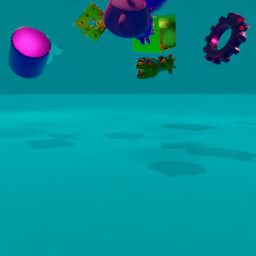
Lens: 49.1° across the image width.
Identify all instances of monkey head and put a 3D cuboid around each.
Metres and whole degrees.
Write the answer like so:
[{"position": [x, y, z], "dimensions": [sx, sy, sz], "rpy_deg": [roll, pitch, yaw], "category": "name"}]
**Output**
[{"position": [-2.323, -2.174, 8.118], "dimensions": [0.916, 0.767, 1.273], "rpy_deg": [13, -32, -39], "category": "monkey head"}]

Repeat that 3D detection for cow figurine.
[{"position": [0.686, -1.453, 6.640], "dimensions": [0.953, 0.531, 0.968], "rpy_deg": [-2, 24, 8], "category": "cow figurine"}, {"position": [0.573, -2.950, 6.577], "dimensions": [1.719, 1.691, 0.943], "rpy_deg": [-13, 11, 33], "category": "cow figurine"}]

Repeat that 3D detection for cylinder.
[{"position": [-2.443, -1.839, 6.938], "dimensions": [0.911, 0.911, 0.911], "rpy_deg": [-4, -21, -28], "category": "cylinder"}]

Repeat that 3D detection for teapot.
[{"position": [-0.003, -2.086, 5.026], "dimensions": [0.855, 0.673, 1.375], "rpy_deg": [12, 48, 3], "category": "teapot"}]

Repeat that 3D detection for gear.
[{"position": [3.722, -3.440, 10.841], "dimensions": [0.359, 1.941, 1.941], "rpy_deg": [16, 0, -25], "category": "gear"}]

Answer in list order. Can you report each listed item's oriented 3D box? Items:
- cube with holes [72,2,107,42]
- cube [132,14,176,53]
[{"position": [-1.080, -3.115, 8.326], "dimensions": [0.763, 0.763, 0.763], "rpy_deg": [39, 0, -24], "category": "cube with holes"}, {"position": [0.958, -3.497, 10.326], "dimensions": [1.198, 1.198, 1.198], "rpy_deg": [15, 32, 37], "category": "cube"}]
